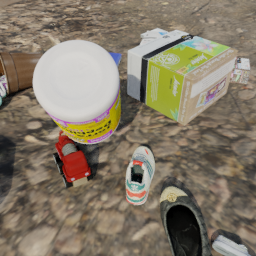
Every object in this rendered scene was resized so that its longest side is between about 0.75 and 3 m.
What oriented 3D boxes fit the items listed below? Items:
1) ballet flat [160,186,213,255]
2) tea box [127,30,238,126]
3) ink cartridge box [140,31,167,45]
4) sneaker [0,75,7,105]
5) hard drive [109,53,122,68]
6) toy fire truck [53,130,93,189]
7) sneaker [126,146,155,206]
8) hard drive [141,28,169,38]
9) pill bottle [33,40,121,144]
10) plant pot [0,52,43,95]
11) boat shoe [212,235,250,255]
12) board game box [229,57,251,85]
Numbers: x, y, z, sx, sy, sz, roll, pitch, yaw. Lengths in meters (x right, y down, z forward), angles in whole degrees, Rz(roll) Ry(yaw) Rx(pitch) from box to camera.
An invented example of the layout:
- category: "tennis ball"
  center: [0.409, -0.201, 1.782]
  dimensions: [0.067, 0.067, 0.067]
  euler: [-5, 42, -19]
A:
- category: "ballet flat"
  center: [1.291, 2.412, 6.079]
  dimensions: [0.968, 0.827, 2.912]
  euler: [-23, 40, 8]
- category: "tea box"
  center: [1.958, -2.045, 10.518]
  dimensions: [2.874, 1.952, 2.921]
  euler: [32, 50, 31]
- category: "ink cartridge box"
  center: [1.312, -3.987, 13.756]
  dimensions: [1.252, 0.721, 2.161]
  euler: [9, 41, 11]
- category: "sneaker"
  center: [-5.163, -1.713, 10.381]
  dimensions: [0.809, 1.456, 2.081]
  euler: [-23, 39, 18]
- category: "hard drive"
  center: [-1.314, -2.734, 12.599]
  dimensions: [1.628, 0.313, 2.468]
  euler: [6, 41, 7]
- category: "toy fire truck"
  center: [-1.477, 0.563, 7.703]
  dimensions: [1.070, 1.663, 1.464]
  euler: [-18, 44, -20]
- category: "sneaker"
  center: [0.364, 1.070, 7.674]
  dimensions: [0.703, 0.933, 1.996]
  euler: [7, 42, 9]
- category: "hard drive"
  center: [1.498, -5.191, 15.581]
  dimensions: [1.368, 0.182, 0.902]
  euler: [-31, 50, -31]
- category: "pill bottle"
  center: [-0.886, -0.498, 5.961]
  dimensions: [1.478, 2.836, 1.478]
  euler: [0, 75, 0]
- category: "plant pot"
  center: [-4.202, -2.311, 11.210]
  dimensions: [1.673, 1.690, 1.690]
  euler: [-17, 43, -29]
- category: "boat shoe"
  center: [2.449, 2.723, 6.140]
  dimensions: [1.128, 0.415, 0.377]
  euler: [26, 48, 28]
- category: "board game box"
  center: [4.435, -2.528, 12.067]
  dimensions: [1.426, 0.690, 1.137]
  euler: [10, 42, 12]
